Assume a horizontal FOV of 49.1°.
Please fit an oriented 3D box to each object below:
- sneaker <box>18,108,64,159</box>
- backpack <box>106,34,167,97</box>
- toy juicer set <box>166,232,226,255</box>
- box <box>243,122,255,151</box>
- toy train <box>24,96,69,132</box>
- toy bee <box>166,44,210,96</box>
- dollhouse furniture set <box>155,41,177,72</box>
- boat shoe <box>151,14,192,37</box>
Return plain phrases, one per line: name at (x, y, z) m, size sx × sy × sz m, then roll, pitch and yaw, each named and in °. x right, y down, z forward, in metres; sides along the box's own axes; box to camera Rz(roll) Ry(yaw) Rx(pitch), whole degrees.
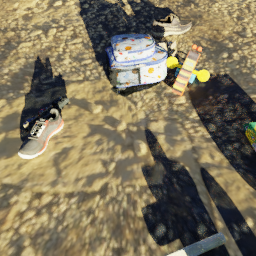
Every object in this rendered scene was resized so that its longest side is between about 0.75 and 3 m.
sneaker at (-2.430, 0.071, 7.658) m, size 0.660 × 0.702 × 1.713 m, roll 15°, pitch 46°, yaw 15°
backpack at (0.308, -2.272, 9.450) m, size 2.015 × 1.630 × 2.115 m, roll -3°, pitch 43°, yaw -10°
toy juicer set at (2.011, 2.690, 5.008) m, size 1.599 × 0.684 × 2.513 m, roll -33°, pitch 53°, yaw -29°
box at (4.032, 0.475, 7.410) m, size 1.219 × 0.502 × 2.077 m, roll -5°, pitch 43°, yaw -6°
toy train at (-2.488, -0.454, 8.488) m, size 0.405 × 0.301 × 1.767 m, roll 22°, pitch 48°, yaw 25°
toy bee at (2.022, -2.193, 9.555) m, size 1.429 × 1.186 × 2.182 m, roll 7°, pitch 50°, yaw -6°
dollhouse furniture set at (1.223, -2.540, 10.059) m, size 0.922 × 1.004 × 0.653 m, roll 10°, pitch 43°, yaw 32°
boat shoe at (1.966, -4.581, 12.367) m, size 2.033 × 0.745 × 0.757 m, roll -20°, pitch 48°, yaw -20°
